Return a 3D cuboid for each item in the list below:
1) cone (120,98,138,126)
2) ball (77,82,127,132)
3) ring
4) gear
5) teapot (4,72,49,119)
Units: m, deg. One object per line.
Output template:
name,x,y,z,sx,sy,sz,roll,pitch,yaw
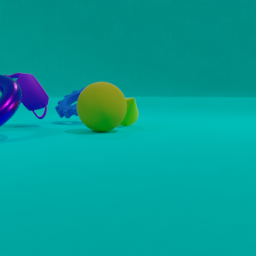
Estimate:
cone,0.024,-0.636,7.895,0.893,0.893,0.897,-3,-21,-21
ball,-0.643,-0.516,6.897,1.223,1.223,1.223,0,7,0
ring,-3.189,-0.464,5.794,1.981,0.396,1.981,-6,44,5
gear,-1.668,-0.823,8.989,1.345,0.249,1.345,-17,34,12
teapot,-2.887,-1.009,8.034,0.878,1.792,1.114,-35,-9,-9
